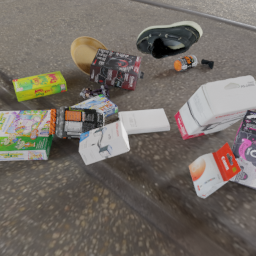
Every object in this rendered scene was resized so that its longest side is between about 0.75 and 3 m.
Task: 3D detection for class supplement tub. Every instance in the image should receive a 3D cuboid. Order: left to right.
[{"bbox_3d":[-1.937,-0.181,10.531,1.934,1.185,1.185,4,39,-16],"label":"supplement tub"},{"bbox_3d":[3.082,-3.475,15.049,1.142,0.700,0.700,-22,45,-24],"label":"supplement tub"}]

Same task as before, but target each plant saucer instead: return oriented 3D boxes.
[{"bbox_3d":[-1.945,-3.650,14.688,2.405,0.426,2.405,14,63,-29],"label":"plant saucer"}]

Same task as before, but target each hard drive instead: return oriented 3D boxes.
[{"bbox_3d":[0.641,-0.286,11.623,1.935,0.258,1.276,-5,41,-6],"label":"hard drive"}]

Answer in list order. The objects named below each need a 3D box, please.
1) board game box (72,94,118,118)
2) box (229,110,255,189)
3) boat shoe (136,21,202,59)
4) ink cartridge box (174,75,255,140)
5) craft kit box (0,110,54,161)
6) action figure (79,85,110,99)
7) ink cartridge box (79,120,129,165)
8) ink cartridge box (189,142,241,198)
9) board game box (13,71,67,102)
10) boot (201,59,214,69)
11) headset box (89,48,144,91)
[{"bbox_3d":[-1.545,-0.763,12.133,1.855,0.320,1.256,-28,47,-29],"label":"board game box"},{"bbox_3d":[4.073,0.765,8.894,1.430,2.164,1.241,18,42,20],"label":"box"},{"bbox_3d":[1.151,-2.797,9.496,2.802,1.047,0.929,9,65,46],"label":"boat shoe"},{"bbox_3d":[3.120,-0.645,10.060,1.955,2.692,1.122,-13,75,-14],"label":"ink cartridge box"},{"bbox_3d":[-4.136,0.225,10.825,2.411,0.592,2.441,-4,40,-1],"label":"craft kit box"},{"bbox_3d":[-1.588,-1.612,13.056,1.416,0.491,0.921,-9,48,-5],"label":"action figure"},{"bbox_3d":[-0.672,0.400,7.858,1.269,0.545,0.929,-20,31,5],"label":"ink cartridge box"},{"bbox_3d":[2.670,1.293,8.852,0.388,1.548,1.255,23,35,-23],"label":"ink cartridge box"},{"bbox_3d":[-4.232,-2.041,13.466,2.291,0.546,1.164,-16,43,-18],"label":"board game box"},{"bbox_3d":[4.354,-3.522,15.389,0.695,0.316,0.827,14,35,10],"label":"boot"},{"bbox_3d":[-0.454,-2.923,13.986,2.569,0.964,1.909,11,41,-1],"label":"headset box"}]
